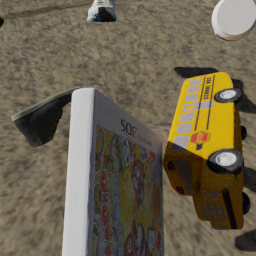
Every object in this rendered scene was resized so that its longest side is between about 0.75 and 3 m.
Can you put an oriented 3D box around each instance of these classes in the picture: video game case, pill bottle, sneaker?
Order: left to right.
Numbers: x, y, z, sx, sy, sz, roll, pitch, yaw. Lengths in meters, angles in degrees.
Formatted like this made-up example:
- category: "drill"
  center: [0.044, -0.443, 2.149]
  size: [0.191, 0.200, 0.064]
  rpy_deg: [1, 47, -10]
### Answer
- category: "sneaker"
  center: [-1.294, -0.211, 4.985]
  size: [1.312, 0.697, 0.491]
  rpy_deg: [-28, 15, -5]
- category: "sneaker"
  center: [-0.758, -3.689, 8.395]
  size: [0.861, 0.995, 2.296]
  rpy_deg: [1, 21, -3]
- category: "video game case"
  center: [0.013, 1.084, 3.176]
  size: [0.283, 2.251, 2.473]
  rpy_deg: [-5, 75, 22]
- category: "pill bottle"
  center: [1.838, -1.894, 4.862]
  size: [0.737, 0.737, 1.273]
  rpy_deg: [15, 20, 13]

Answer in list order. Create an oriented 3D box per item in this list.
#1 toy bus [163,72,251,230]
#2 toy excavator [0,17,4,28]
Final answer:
- category: "toy bus"
  center: [1.365, 0.173, 4.731]
  size: [1.160, 0.964, 2.962]
  rpy_deg: [-6, 36, 25]
- category: "toy excavator"
  center: [-3.229, -2.115, 5.736]
  size: [1.287, 1.251, 0.643]
  rpy_deg: [18, 74, 12]
